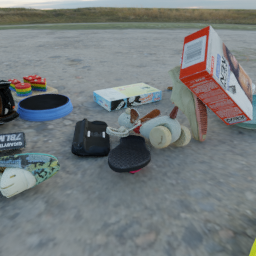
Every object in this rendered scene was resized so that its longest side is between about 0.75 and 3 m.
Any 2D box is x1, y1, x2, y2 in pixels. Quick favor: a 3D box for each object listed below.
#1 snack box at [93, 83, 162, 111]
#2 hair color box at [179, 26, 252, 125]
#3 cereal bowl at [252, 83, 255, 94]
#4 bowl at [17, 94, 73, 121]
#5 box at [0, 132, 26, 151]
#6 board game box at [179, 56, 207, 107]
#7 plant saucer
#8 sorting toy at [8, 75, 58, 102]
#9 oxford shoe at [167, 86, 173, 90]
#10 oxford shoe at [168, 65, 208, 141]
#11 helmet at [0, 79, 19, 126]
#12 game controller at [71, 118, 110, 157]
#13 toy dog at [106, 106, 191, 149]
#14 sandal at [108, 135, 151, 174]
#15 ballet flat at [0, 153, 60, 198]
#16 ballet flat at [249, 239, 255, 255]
[{"bbox_3d":[-0.014,-1.367,11.876,2.534,0.470,1.472,-14,29,-28],"label":"snack box"},{"bbox_3d":[2.760,-1.451,8.446,0.916,2.865,1.589,-13,56,41],"label":"hair color box"},{"bbox_3d":[4.603,-1.590,12.125,1.600,0.666,1.600,0,25,0],"label":"cereal bowl"},{"bbox_3d":[-3.236,-0.861,10.904,2.091,0.410,2.091,0,25,0],"label":"bowl"},{"bbox_3d":[-3.652,0.414,7.237,1.874,0.466,1.860,-7,1,-23],"label":"box"},{"bbox_3d":[3.062,-2.050,12.039,1.343,1.319,2.561,2,30,-4],"label":"board game box"},{"bbox_3d":[4.540,-0.540,9.844,2.389,0.429,2.389,-11,27,5],"label":"plant saucer"},{"bbox_3d":[-4.482,-1.875,12.745,1.836,0.639,1.825,-22,34,-39],"label":"sorting toy"},{"bbox_3d":[2.254,-1.965,13.375,0.784,0.279,0.280,-3,27,-2],"label":"oxford shoe"},{"bbox_3d":[1.892,-0.780,8.850,0.930,2.520,0.892,-13,-7,28],"label":"oxford shoe"},{"bbox_3d":[-4.697,-0.841,9.388,1.748,1.833,1.833,4,24,30],"label":"helmet"},{"bbox_3d":[-1.120,0.277,8.652,1.108,0.447,2.124,11,24,-11],"label":"game controller"},{"bbox_3d":[0.692,-0.247,8.461,2.503,1.205,1.651,15,14,22],"label":"toy dog"},{"bbox_3d":[0.085,0.763,7.467,1.023,0.614,2.725,7,11,4],"label":"sandal"},{"bbox_3d":[-2.903,1.155,6.242,2.706,1.004,1.004,-5,25,2],"label":"ballet flat"},{"bbox_3d":[2.767,1.732,4.818,0.968,0.971,2.898,18,31,29],"label":"ballet flat"}]
